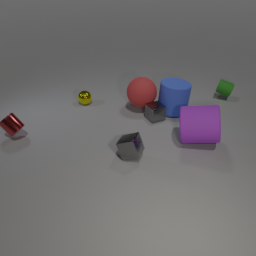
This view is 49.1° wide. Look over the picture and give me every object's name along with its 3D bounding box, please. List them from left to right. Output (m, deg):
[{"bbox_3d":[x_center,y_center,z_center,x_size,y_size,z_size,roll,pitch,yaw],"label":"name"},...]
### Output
[{"bbox_3d":[-4.579,-0.128,11.040,0.700,0.700,0.700,-40,13,11],"label":"cylinder"},{"bbox_3d":[-2.120,-1.496,13.779,0.700,0.700,0.700,0,31,0],"label":"ball"},{"bbox_3d":[0.091,0.648,10.012,0.700,0.700,0.700,-11,21,26],"label":"cube"},{"bbox_3d":[0.637,-1.654,12.918,1.400,1.400,1.400,0,31,0],"label":"ball"},{"bbox_3d":[1.216,-0.719,12.496,0.700,0.700,0.700,-15,34,-23],"label":"cube"},{"bbox_3d":[2.116,-1.427,12.904,1.400,1.400,1.400,4,31,-2],"label":"cylinder"},{"bbox_3d":[2.698,-0.138,10.470,1.400,1.400,1.400,-1,30,15],"label":"cylinder"},{"bbox_3d":[4.900,-2.025,14.147,0.700,0.700,0.700,24,36,10],"label":"cylinder"}]
